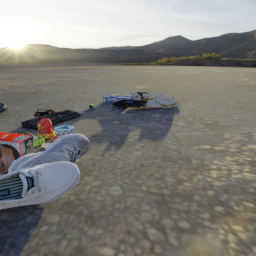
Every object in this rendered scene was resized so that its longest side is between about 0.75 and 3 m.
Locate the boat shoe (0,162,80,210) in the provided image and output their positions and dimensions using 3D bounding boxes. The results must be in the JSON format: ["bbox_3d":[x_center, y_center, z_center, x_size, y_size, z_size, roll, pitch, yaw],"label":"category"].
[{"bbox_3d":[-2.043,1.220,5.742,2.231,0.821,0.745,-18,-14,-20],"label":"boat shoe"}]

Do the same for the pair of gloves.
[{"bbox_3d":[1.537,-1.714,16.350,2.402,0.495,2.824,-4,21,-19],"label":"pair of gloves"}]

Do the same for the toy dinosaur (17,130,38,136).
[{"bbox_3d":[-3.898,0.203,10.573,0.943,0.224,0.416,11,13,24],"label":"toy dinosaur"}]

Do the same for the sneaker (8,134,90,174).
[{"bbox_3d":[-1.752,0.945,7.239,1.014,0.924,2.472,24,33,25],"label":"sneaker"}]

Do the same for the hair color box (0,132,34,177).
[{"bbox_3d":[-3.539,0.672,7.427,2.078,1.055,0.636,4,16,15],"label":"hair color box"}]

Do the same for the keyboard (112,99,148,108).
[{"bbox_3d":[0.008,-1.280,15.233,1.954,0.251,1.173,8,24,44],"label":"keyboard"}]

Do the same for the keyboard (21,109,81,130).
[{"bbox_3d":[-3.563,-0.602,12.716,1.505,0.573,2.892,9,18,28],"label":"keyboard"}]

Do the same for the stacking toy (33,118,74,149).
[{"bbox_3d":[-2.803,0.148,9.876,1.630,0.688,1.475,7,17,25],"label":"stacking toy"}]

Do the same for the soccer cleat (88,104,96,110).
[{"bbox_3d":[-1.923,-1.121,15.148,0.355,0.274,0.848,27,5,-16],"label":"soccer cleat"}]

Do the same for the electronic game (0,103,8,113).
[{"bbox_3d":[-6.953,-0.921,14.125,1.680,0.349,1.680,-3,20,1],"label":"electronic game"}]

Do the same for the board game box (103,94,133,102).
[{"bbox_3d":[-0.511,-1.837,17.353,1.791,0.309,1.212,4,17,13],"label":"board game box"}]
